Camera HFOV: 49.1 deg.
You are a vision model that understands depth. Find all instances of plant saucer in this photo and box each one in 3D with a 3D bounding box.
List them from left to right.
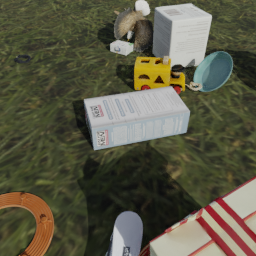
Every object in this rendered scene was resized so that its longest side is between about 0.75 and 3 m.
[{"bbox_3d":[3.255,-2.073,10.593,0.301,1.672,1.672,26,26,-36],"label":"plant saucer"}]

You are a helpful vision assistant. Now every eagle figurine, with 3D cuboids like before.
[{"bbox_3d":[0.284,-4.905,13.504,1.807,1.797,2.381,-11,37,7],"label":"eagle figurine"}]

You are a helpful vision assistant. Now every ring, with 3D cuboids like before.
[{"bbox_3d":[-2.769,2.306,6.225,2.190,0.210,2.190,0,40,0],"label":"ring"}]

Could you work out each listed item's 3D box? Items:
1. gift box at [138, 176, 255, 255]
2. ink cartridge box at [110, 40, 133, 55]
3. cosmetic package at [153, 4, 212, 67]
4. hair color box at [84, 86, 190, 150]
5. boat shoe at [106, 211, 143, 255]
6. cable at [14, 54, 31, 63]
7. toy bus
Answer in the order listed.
[{"bbox_3d":[1.828,2.268,4.283,2.527,2.738,2.557,-21,46,-22],"label":"gift box"},{"bbox_3d":[-0.293,-3.780,13.144,0.904,0.395,0.657,22,41,23],"label":"ink cartridge box"},{"bbox_3d":[2.206,-3.931,12.009,1.762,2.118,1.773,-13,42,-15],"label":"cosmetic package"},{"bbox_3d":[0.231,-0.371,8.801,2.987,0.906,1.479,-10,41,-12],"label":"hair color box"},{"bbox_3d":[-0.157,2.678,5.342,0.748,0.707,2.087,9,67,-1],"label":"boat shoe"},{"bbox_3d":[-4.728,-3.094,12.527,0.764,0.194,0.623,23,46,24],"label":"cable"},{"bbox_3d":[1.324,-2.068,10.523,2.331,1.204,2.199,-27,46,-26],"label":"toy bus"}]
